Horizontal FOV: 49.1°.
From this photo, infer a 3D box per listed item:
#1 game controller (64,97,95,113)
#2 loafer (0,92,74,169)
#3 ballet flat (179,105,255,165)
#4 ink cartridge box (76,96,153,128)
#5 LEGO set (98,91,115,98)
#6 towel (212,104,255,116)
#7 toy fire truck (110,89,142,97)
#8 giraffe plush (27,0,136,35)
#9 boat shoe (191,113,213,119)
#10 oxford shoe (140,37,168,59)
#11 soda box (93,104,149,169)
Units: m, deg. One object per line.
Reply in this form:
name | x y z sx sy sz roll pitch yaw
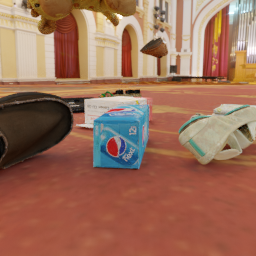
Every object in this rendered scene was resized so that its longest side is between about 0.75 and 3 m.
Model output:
game controller | -2.284 -0.836 11.003 2.613 0.550 1.363 -6 27 -28
loafer | -1.865 0.205 4.005 1.050 1.074 2.943 15 26 39
ballet flat | 1.813 0.145 5.064 2.523 0.851 0.787 -13 60 -43
ink cartridge box | -0.336 -0.479 8.032 1.298 0.752 2.229 6 12 29
LEGO set | -0.770 -0.976 11.150 0.996 0.577 0.766 33 31 -8
towel | 3.679 -0.479 9.098 1.647 0.396 1.409 6 15 29
toy fire truck | -0.275 -1.453 13.116 1.371 1.002 1.557 -7 1 -29
giraffe plush | -1.226 -3.064 6.006 2.034 2.164 2.508 -20 7 -13
boat shoe | 1.629 -0.106 6.248 0.498 0.545 1.457 38 20 9
oxford shoe | 0.994 -3.003 10.899 0.726 0.725 2.035 -43 20 2
soda box | -0.027 0.042 5.181 0.719 0.760 2.241 1 11 7
